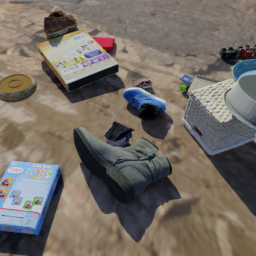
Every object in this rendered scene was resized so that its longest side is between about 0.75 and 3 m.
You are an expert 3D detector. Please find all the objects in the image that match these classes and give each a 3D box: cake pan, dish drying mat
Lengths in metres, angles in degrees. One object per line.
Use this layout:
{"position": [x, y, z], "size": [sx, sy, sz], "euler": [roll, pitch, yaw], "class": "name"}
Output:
{"position": [3.823, -0.548, 6.846], "size": [2.876, 0.528, 2.876], "euler": [8, 34, -5], "class": "cake pan"}
{"position": [-2.061, -3.772, 12.486], "size": [2.882, 0.262, 1.107], "euler": [2, 45, 3], "class": "dish drying mat"}

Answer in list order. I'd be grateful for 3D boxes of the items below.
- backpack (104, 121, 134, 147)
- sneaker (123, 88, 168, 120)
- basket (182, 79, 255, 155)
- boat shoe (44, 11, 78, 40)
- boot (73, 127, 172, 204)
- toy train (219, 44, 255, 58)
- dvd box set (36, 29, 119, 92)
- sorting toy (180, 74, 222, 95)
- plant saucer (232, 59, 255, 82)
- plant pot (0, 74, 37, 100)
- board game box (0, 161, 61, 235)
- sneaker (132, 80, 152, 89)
{"position": [-0.310, 0.240, 8.108], "size": [0.755, 0.582, 0.719], "euler": [23, 43, 34], "class": "backpack"}
{"position": [0.421, -0.763, 9.106], "size": [1.594, 0.612, 0.887], "euler": [25, 40, 15], "class": "sneaker"}
{"position": [2.721, -0.363, 8.202], "size": [1.656, 1.332, 1.641], "euler": [-18, 48, -15], "class": "basket"}
{"position": [-3.068, -4.883, 12.815], "size": [1.028, 0.964, 2.856], "euler": [-8, 30, 13], "class": "boat shoe"}
{"position": [-0.188, 0.705, 7.559], "size": [1.694, 0.878, 2.593], "euler": [-28, 58, -32], "class": "boot"}
{"position": [4.987, -3.233, 11.830], "size": [2.256, 0.385, 0.517], "euler": [-8, 48, -7], "class": "toy train"}
{"position": [-2.044, -2.780, 11.105], "size": [2.190, 0.440, 2.994], "euler": [-27, 54, -21], "class": "dvd box set"}
{"position": [2.770, -1.380, 10.014], "size": [1.974, 0.269, 1.111], "euler": [18, 51, 18], "class": "sorting toy"}
{"position": [5.135, -1.720, 10.207], "size": [2.674, 0.366, 2.674], "euler": [0, 41, 0], "class": "plant saucer"}
{"position": [-4.111, -1.565, 10.237], "size": [1.507, 0.207, 1.507], "euler": [0, 44, 0], "class": "plant pot"}
{"position": [-2.555, 1.626, 6.844], "size": [1.354, 0.328, 1.791], "euler": [5, 44, 5], "class": "board game box"}
{"position": [0.490, -1.559, 10.166], "size": [0.775, 0.289, 0.312], "euler": [-17, 47, -16], "class": "sneaker"}
